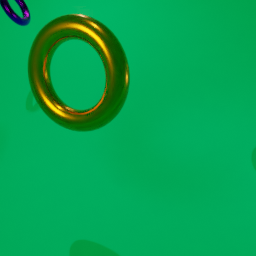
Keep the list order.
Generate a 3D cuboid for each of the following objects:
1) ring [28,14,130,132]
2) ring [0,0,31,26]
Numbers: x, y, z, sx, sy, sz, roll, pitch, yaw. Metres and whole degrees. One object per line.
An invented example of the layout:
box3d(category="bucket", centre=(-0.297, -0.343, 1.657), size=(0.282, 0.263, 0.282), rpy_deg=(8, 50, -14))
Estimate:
box3d(category="ring", centre=(-0.774, -0.776, 4.172), size=(1.721, 1.721, 0.344), rpy_deg=(26, 24, 15))
box3d(category="ring", centre=(-3.090, -3.326, 7.660), size=(0.221, 1.106, 1.106), rpy_deg=(-21, 57, 18))
